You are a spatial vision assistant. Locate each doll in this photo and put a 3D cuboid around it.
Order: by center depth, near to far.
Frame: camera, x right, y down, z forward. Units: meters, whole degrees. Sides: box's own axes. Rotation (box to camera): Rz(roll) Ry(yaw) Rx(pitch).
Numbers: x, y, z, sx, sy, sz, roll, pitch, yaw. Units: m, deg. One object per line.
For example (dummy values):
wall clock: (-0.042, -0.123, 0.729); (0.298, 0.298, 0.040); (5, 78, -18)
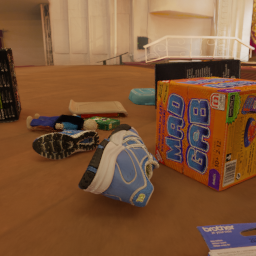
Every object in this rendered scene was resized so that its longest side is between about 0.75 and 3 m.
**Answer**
doll: (-2.091, -0.176, 9.245); (2.261, 0.548, 1.542); (4, 15, 15)

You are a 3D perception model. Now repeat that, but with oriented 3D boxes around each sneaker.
sneaker: (-0.045, 0.719, 5.643); (1.149, 1.129, 2.983); (28, 16, 1)
sneaker: (-1.639, 0.399, 7.280); (1.736, 0.682, 0.774); (-4, 5, -38)

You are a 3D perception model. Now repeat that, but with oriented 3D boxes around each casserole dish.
casserole dish: (0.969, -1.692, 14.660); (1.690, 0.541, 2.789); (-3, 15, -9)

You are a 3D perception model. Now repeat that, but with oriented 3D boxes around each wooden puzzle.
wooden puzzle: (-1.281, -0.801, 11.827); (2.334, 0.435, 2.159); (2, 15, -10)

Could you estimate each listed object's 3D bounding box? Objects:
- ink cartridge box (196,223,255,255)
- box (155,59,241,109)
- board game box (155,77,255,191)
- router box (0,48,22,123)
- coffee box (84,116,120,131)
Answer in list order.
ink cartridge box: (1.733, 1.774, 2.401); (1.550, 0.545, 2.598); (-2, 19, -7)
box: (2.725, -1.662, 10.990); (2.940, 1.726, 2.892); (0, 8, 16)
board game box: (1.969, -0.065, 6.290); (1.924, 1.926, 1.924); (-10, 19, -33)
router box: (-4.772, -1.712, 10.800); (0.823, 2.648, 1.985); (-7, 17, -15)
coffee box: (-0.910, -0.168, 9.768); (1.116, 0.245, 0.686); (9, 19, 31)
